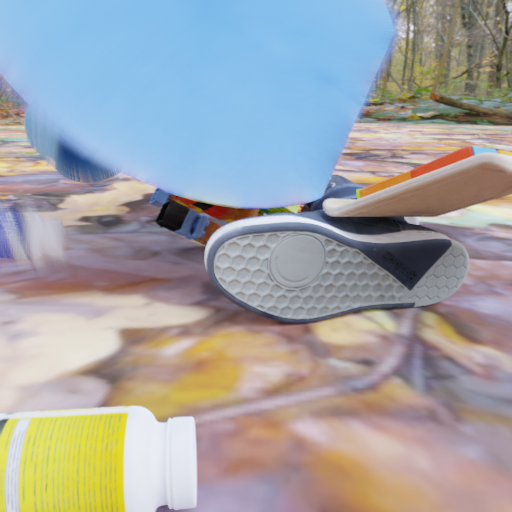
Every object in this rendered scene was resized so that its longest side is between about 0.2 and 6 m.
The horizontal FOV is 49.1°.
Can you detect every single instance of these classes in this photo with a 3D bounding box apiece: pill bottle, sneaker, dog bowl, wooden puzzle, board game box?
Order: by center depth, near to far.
[{"bbox_3d":[-1.028,1.330,3.508,1.289,0.725,0.725,-2,17,-4],"label":"pill bottle"},{"bbox_3d":[2.218,-0.796,6.329,2.093,0.421,2.263,-3,-6,-41],"label":"wooden puzzle"},{"bbox_3d":[0.690,-0.252,7.436,3.388,1.288,2.448,3,25,-24],"label":"sneaker"},{"bbox_3d":[-0.707,-3.105,7.562,4.692,5.939,1.156,33,-31,-12],"label":"board game box"},{"bbox_3d":[-3.208,-0.269,7.641,1.051,0.629,0.629,3,16,-12],"label":"pill bottle"},{"bbox_3d":[-1.931,-2.162,8.394,2.951,1.645,0.731,-32,61,-6],"label":"dog bowl"}]

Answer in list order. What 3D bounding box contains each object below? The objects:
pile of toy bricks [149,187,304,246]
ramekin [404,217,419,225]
[{"bbox_3d":[-0.217,-1.335,10.473,2.543,2.858,5.151,25,-7,-17],"label":"pile of toy bricks"},{"bbox_3d":[2.378,-0.768,9.829,1.019,1.019,0.474,8,37,26],"label":"ramekin"}]
